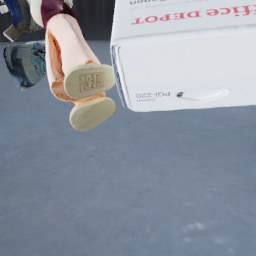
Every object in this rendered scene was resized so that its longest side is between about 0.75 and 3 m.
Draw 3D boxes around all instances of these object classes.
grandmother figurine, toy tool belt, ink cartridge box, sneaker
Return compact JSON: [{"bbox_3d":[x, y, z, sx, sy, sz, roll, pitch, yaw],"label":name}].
[{"bbox_3d":[-0.976,-1.380,4.140,0.856,1.713,2.825,-10,48,-23],"label":"grandmother figurine"},{"bbox_3d":[-2.756,-3.352,6.740,1.362,2.216,1.384,-25,16,-9],"label":"toy tool belt"},{"bbox_3d":[0.831,-1.547,3.656,1.877,1.093,2.577,-4,55,8],"label":"ink cartridge box"},{"bbox_3d":[-2.312,-1.898,7.467,1.216,1.093,2.817,-13,29,6],"label":"sneaker"}]
